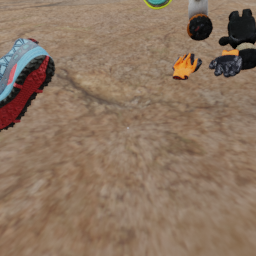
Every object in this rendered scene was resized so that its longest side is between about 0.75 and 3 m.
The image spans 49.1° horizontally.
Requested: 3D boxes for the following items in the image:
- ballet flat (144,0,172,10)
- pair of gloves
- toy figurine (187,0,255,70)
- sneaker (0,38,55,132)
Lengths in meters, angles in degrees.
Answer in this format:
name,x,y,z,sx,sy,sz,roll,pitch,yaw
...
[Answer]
name,x,y,z,sx,sy,sz,roll,pitch,yaw
ballet flat,0.752,-4.282,7.995,0.993,0.996,2.973,-23,64,14
pair of gloves,1.153,-0.928,4.131,0.987,0.122,0.879,2,37,20
toy figurine,2.778,-2.810,6.464,2.582,2.623,1.825,17,63,-27
sneaker,-1.517,-0.515,3.509,1.420,0.563,0.678,-42,64,10
